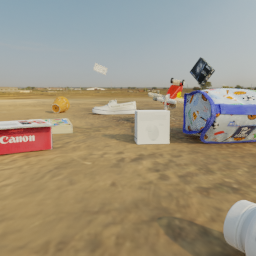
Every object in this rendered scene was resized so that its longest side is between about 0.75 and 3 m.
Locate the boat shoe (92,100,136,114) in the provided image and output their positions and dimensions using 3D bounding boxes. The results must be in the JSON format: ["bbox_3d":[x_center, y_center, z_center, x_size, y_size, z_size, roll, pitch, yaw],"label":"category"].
[{"bbox_3d":[-0.844,-1.314,17.416,2.744,0.902,0.987,0,8,-1],"label":"boat shoe"}]

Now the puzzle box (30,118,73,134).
[{"bbox_3d":[-2.978,-0.090,10.543,1.598,0.305,2.402,-3,8,-16],"label":"puzzle box"}]

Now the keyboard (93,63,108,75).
[{"bbox_3d":[-1.083,-2.332,11.100,0.054,0.283,1.004,14,4,23],"label":"keyboard"}]

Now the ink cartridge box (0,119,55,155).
[{"bbox_3d":[-2.732,0.221,6.746,1.648,0.691,1.447,-5,9,-32],"label":"ink cartridge box"}]

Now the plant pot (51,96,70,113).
[{"bbox_3d":[-4.503,-1.431,18.321,1.062,1.062,0.972,2,23,15],"label":"plant pot"}]

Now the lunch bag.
[{"bbox_3d":[2.915,-0.371,7.978,2.191,1.596,2.577,0,0,-5],"label":"lunch bag"}]

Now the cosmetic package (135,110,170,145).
[{"bbox_3d":[0.668,-0.042,7.873,0.917,0.920,0.565,0,8,-6],"label":"cosmetic package"}]

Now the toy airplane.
[{"bbox_3d":[1.874,-1.224,11.900,1.671,1.184,1.678,-18,44,-9],"label":"toy airplane"}]

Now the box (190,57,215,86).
[{"bbox_3d":[2.659,-2.036,10.077,0.186,0.683,0.853,12,37,-33],"label":"box"}]

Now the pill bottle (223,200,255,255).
[{"bbox_3d":[1.266,0.910,2.089,0.570,0.570,1.023,-5,10,-32],"label":"pill bottle"}]
